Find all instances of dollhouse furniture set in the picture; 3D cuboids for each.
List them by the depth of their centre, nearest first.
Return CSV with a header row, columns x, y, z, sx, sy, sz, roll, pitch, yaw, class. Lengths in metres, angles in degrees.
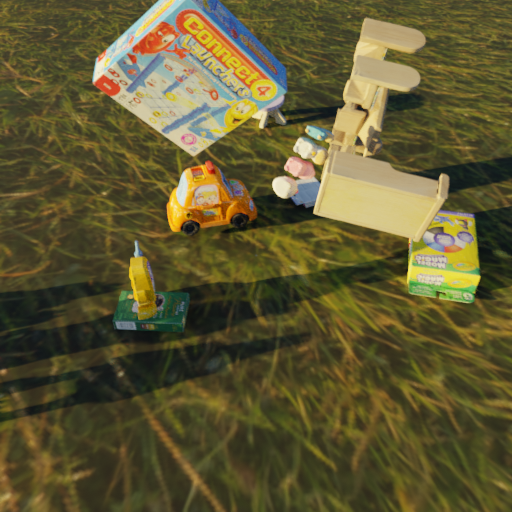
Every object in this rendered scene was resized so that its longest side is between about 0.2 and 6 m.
x,y,z,sx,sy,sz,roll,pitch,yaw,class
1.928,-1.662,8.232,1.597,2.254,2.454,15,59,3,dollhouse furniture set

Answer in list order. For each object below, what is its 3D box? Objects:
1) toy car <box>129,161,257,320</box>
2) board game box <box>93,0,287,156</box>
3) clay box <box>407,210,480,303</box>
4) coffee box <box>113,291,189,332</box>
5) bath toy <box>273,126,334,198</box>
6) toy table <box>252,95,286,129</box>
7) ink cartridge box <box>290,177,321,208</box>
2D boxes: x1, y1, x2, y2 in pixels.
x,y,z,sx,sy,sz,roll,pitch,yaw,class
-1.044,-0.563,10.349,1.899,1.288,3.872,1,35,5,toy car
-1.146,-3.219,10.001,2.433,2.484,0.694,-27,48,33,board game box
3.533,-0.059,10.618,1.213,0.502,2.111,8,42,10,clay box
-1.794,0.956,9.677,1.206,0.265,0.742,1,42,2,coffee box
0.678,-1.310,8.032,0.491,1.130,0.418,39,26,10,bath toy
0.332,-3.824,14.699,0.971,0.619,1.057,28,48,27,toy table
1.082,-1.387,12.335,0.846,0.183,0.831,-17,45,-15,ink cartridge box
